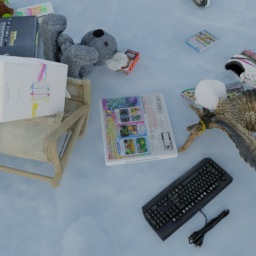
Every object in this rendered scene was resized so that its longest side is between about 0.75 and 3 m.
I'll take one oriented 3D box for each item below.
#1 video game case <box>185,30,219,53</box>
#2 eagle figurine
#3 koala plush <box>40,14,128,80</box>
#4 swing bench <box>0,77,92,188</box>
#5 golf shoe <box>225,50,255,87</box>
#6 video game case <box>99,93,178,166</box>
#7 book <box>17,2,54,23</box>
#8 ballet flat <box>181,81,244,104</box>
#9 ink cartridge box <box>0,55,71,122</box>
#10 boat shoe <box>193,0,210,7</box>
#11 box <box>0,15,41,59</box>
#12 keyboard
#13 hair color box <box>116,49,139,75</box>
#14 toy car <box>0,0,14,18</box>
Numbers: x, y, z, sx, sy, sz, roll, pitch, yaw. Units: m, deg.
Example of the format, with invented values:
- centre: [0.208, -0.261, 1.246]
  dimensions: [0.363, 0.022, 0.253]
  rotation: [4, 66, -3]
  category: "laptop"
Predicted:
- centre: [2.780, -3.281, 10.540]
  dimensions: [1.038, 0.092, 0.743]
  rotation: [-34, 63, -19]
  category: "video game case"
- centre: [3.085, 0.052, 7.217]
  dimensions: [2.246, 2.258, 2.976]
  rotation: [9, 6, -37]
  category: "eagle figurine"
- centre: [-1.323, -2.453, 9.027]
  dimensions: [2.334, 2.145, 2.070]
  rotation: [-30, 69, -31]
  category: "koala plush"
- centre: [-2.689, -0.214, 7.590]
  dimensions: [2.723, 1.776, 2.738]
  rotation: [12, 42, 8]
  category: "swing bench"
- centre: [4.188, -1.592, 9.087]
  dimensions: [1.065, 0.839, 2.312]
  rotation: [-29, 53, -13]
  category: "golf shoe"
- centre: [0.248, -0.041, 8.402]
  dimensions: [2.046, 0.266, 2.248]
  rotation: [-7, 59, -4]
  category: "video game case"
- centre: [-3.701, -4.596, 11.270]
  dimensions: [1.405, 0.338, 0.939]
  rotation: [-17, 57, -8]
  category: "book"
- centre: [2.702, -0.990, 8.776]
  dimensions: [2.049, 0.737, 0.737]
  rotation: [-9, 58, -5]
  category: "ballet flat"
- centre: [-2.578, -1.062, 7.015]
  dimensions: [1.349, 1.314, 2.098]
  rotation: [19, 19, 29]
  category: "ink cartridge box"
- centre: [2.826, -5.682, 11.757]
  dimensions: [0.477, 0.598, 1.581]
  rotation: [-18, 59, -18]
  category: "boat shoe"
- centre: [-4.314, -2.696, 9.774]
  dimensions: [2.311, 0.748, 2.931]
  rotation: [-5, 58, -4]
  category: "box"
- centre: [1.734, 1.944, 7.162]
  dimensions: [2.549, 0.263, 1.620]
  rotation: [-34, 64, -18]
  category: "keyboard"
- centre: [-0.009, -2.311, 9.806]
  dimensions: [0.478, 0.288, 0.941]
  rotation: [21, 61, 15]
  category: "hair color box"
- centre: [-5.169, -4.840, 10.630]
  dimensions: [1.254, 1.589, 1.305]
  rotation: [-18, 60, -11]
  category: "toy car"
